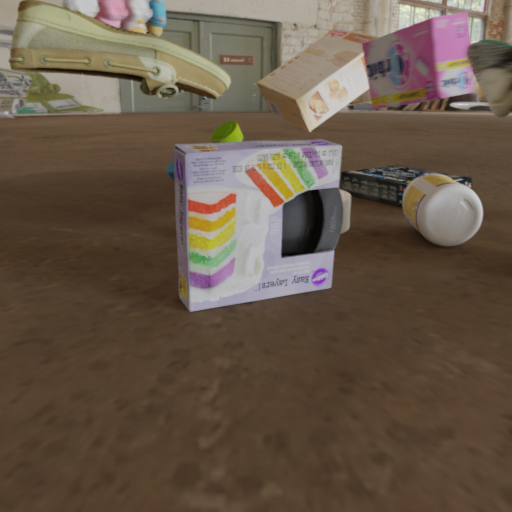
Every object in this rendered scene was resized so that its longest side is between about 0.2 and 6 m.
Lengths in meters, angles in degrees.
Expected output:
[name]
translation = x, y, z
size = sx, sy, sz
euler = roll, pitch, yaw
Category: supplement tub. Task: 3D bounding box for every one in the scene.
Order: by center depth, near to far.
[supplement tub]
translation = 3.119, -0.831, 9.595
size = 1.050, 1.050, 1.445
euler = 0, 18, 1

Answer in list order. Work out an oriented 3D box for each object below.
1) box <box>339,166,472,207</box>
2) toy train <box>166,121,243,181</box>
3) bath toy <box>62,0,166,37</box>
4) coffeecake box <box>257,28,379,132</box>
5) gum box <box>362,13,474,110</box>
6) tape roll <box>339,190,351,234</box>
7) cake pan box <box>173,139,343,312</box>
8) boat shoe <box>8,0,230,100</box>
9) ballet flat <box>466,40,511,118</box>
[box]
translation = 3.409, -1.625, 12.908
size = 1.877, 0.543, 2.361
euler = -12, 22, -34
[toy train]
translation = -0.171, -1.645, 9.529
size = 2.724, 1.576, 1.153
euler = -45, 36, -16
[bath toy]
translation = -2.102, -3.524, 8.156
size = 0.594, 0.699, 1.608
euler = 11, 17, 41
[coffeecake box]
translation = 1.356, -3.601, 11.279
size = 2.132, 0.779, 1.637
euler = -37, 38, -7
[gum box]
translation = 2.383, -2.893, 8.553
size = 0.629, 1.080, 1.903
euler = -15, 14, -17
[tape roll]
translation = 0.846, -0.854, 10.379
size = 1.792, 0.627, 1.792
euler = 0, 19, 0
[cake pan box]
translation = 0.057, -0.409, 6.858
size = 2.092, 1.927, 0.547
euler = -6, 23, -23
[boat shoe]
translation = -1.307, -1.870, 5.571
size = 2.095, 0.659, 0.764
euler = 13, 6, -20
[ballet flat]
translation = 2.985, -1.784, 6.080
size = 0.761, 0.761, 2.117
euler = -12, 36, -33
